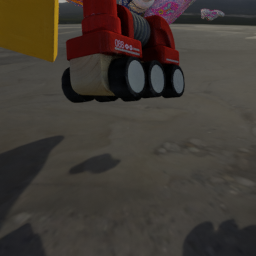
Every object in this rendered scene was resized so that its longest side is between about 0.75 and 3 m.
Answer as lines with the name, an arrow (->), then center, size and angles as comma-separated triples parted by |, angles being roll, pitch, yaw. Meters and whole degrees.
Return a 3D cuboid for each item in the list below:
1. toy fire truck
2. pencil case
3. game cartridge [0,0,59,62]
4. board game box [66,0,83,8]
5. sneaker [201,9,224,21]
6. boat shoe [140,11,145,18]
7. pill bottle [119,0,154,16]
toy fire truck -> -0.229, -1.911, 5.314 | 1.800, 2.798, 2.463 | -1, 5, 34
pencil case -> 1.366, -4.155, 9.566 | 2.641, 1.155, 1.155 | -38, 14, 22
game cartridge -> -2.847, -2.697, 6.178 | 2.620, 2.309, 0.425 | 15, 59, -7
board game box -> -1.360, -4.621, 9.063 | 1.305, 1.304, 1.304 | 23, 15, 1
sneaker -> 3.084, -4.135, 10.297 | 0.876, 0.386, 0.356 | 7, 19, 3
boat shoe -> 0.192, -3.761, 9.018 | 0.649, 1.805, 0.614 | 30, 17, 37
pill bottle -> 0.272, -3.255, 7.057 | 0.649, 0.649, 1.169 | -11, 4, -23
